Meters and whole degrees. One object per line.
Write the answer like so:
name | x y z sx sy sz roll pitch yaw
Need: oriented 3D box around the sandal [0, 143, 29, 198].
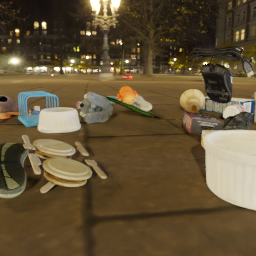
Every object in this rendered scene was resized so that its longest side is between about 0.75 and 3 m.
sandal | -2.552 0.870 5.935 0.813 0.584 2.048 1 26 -18

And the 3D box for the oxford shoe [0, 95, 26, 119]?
oxford shoe | -5.879 -1.130 13.922 1.007 1.029 2.823 1 12 5

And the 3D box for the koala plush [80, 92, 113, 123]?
koala plush | -1.607 -0.905 12.614 1.400 1.351 1.524 5 5 -43

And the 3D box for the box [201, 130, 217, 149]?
box | 2.717 0.358 8.296 0.962 0.488 0.541 1 11 3

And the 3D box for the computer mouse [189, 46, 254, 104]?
computer mouse | 3.046 -1.655 8.567 1.704 2.426 0.558 11 61 42

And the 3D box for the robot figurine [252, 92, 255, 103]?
robot figurine | 7.747 -1.516 14.526 2.288 1.523 2.698 13 9 -18

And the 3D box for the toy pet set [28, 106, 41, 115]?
toy pet set | -4.553 -0.754 14.108 0.802 0.426 0.749 -3 -23 -29

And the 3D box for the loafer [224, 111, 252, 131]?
loafer | 3.856 -0.187 9.881 0.850 0.822 2.422 21 22 18

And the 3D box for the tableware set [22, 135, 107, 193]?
tableware set | -1.573 0.800 6.356 1.520 0.461 2.299 10 12 -29

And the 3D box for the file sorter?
file sorter | -3.980 -0.904 12.358 1.430 1.264 2.061 -8 15 -29

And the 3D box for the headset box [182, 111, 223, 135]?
headset box | 2.537 -0.131 9.585 1.044 0.527 1.405 9 14 -1

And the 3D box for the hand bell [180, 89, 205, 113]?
hand bell | 3.215 -0.943 13.727 1.281 1.281 2.460 2 25 9

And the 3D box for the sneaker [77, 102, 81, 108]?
sneaker | -2.464 -1.339 16.396 1.140 0.458 0.504 7 7 35

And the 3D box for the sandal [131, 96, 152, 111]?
sandal | 0.636 -1.326 16.237 0.882 0.532 2.167 -20 31 -17

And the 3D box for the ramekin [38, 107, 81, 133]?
ramekin | -2.674 -0.343 10.884 1.654 0.770 1.654 0 11 0

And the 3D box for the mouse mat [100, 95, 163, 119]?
mouse mat | 0.048 -0.990 13.072 2.772 0.104 2.231 19 1 -30

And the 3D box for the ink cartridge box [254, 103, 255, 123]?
ink cartridge box | 5.934 -0.887 11.451 0.668 1.593 1.398 -3 13 -15

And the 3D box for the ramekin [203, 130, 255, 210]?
ramekin | 2.473 0.730 5.338 2.072 1.010 2.072 1 12 0

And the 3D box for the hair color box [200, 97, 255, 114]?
hair color box | 5.196 -1.204 14.875 1.271 0.769 2.541 -8 14 -32

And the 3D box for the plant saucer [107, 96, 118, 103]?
plant saucer | -1.536 -1.949 19.459 2.342 0.321 2.342 -1 12 0

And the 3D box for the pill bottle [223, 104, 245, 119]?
pill bottle | 4.813 -0.705 12.772 0.695 0.695 1.239 9 16 37

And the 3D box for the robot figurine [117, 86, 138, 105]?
robot figurine | -0.046 -1.515 13.179 0.805 0.652 1.119 15 34 -26
